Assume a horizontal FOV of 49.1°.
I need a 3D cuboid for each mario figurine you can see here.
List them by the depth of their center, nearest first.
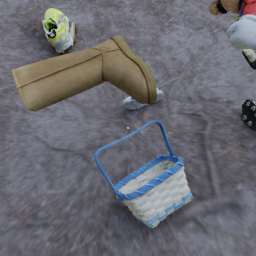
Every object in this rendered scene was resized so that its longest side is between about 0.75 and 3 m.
[{"bbox_3d":[1.941,-1.776,4.578,1.264,1.472,2.384,-32,78,6],"label":"mario figurine"}]

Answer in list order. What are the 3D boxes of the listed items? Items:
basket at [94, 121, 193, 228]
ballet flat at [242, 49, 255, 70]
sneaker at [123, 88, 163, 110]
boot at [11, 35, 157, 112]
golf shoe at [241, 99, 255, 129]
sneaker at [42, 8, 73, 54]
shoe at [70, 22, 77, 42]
[{"bbox_3d":[0.345,0.967,5.874,1.637,1.292,1.857,-27,100,-19],"label":"basket"},{"bbox_3d":[3.192,-1.633,6.720,1.599,0.454,0.532,8,56,-44],"label":"ballet flat"},{"bbox_3d":[0.327,-0.990,8.129,1.252,0.470,0.720,-18,54,-19],"label":"sneaker"},{"bbox_3d":[-0.836,-0.785,5.241,2.245,0.743,1.966,-22,49,-12],"label":"boot"},{"bbox_3d":[3.630,-0.172,7.545,0.645,0.565,1.464,-6,54,-28],"label":"golf shoe"},{"bbox_3d":[-2.508,-3.590,9.690,0.873,0.884,2.315,-32,54,6],"label":"sneaker"},{"bbox_3d":[-2.000,-3.457,10.045,0.262,0.343,0.981,-6,56,1],"label":"shoe"}]
